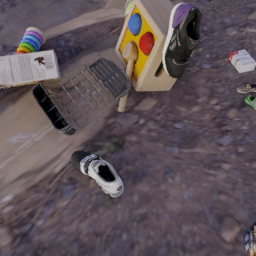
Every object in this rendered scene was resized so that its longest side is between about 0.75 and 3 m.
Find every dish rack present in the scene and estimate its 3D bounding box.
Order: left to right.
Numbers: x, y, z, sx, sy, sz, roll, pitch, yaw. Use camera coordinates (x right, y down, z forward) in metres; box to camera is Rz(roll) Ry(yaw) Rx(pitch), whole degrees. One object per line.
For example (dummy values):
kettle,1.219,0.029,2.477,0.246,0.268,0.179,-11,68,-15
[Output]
dish rack,-1.381,-1.188,8.775,2.757,0.752,2.115,-37,60,-6

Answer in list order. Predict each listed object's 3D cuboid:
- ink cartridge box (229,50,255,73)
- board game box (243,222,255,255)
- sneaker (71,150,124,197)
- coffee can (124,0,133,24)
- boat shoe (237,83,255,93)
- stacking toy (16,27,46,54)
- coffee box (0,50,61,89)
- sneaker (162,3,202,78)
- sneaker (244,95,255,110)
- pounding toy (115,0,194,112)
ink cartridge box,4.226,-2.467,10.346,0.603,0.350,0.836,-13,53,-10
board game box,2.753,2.771,5.881,0.234,0.917,1.353,7,51,4
sneaker,-0.827,1.008,7.361,1.788,0.791,0.663,31,60,24
coffee can,0.594,-4.136,10.936,1.484,1.484,2.027,2,51,2
boat shoe,4.148,-1.384,9.566,0.815,0.243,0.293,-4,52,-3
stacking toy,-3.826,-2.917,10.546,0.794,0.794,1.860,13,60,10
coffee box,-3.458,-1.881,9.165,2.280,0.910,1.289,-10,9,-8
sneaker,1.347,-2.025,6.887,0.699,1.846,0.808,-13,34,-21
sneaker,4.158,-0.786,9.048,0.762,0.325,0.297,31,58,21
pounding toy,0.549,-2.335,9.074,1.929,2.713,2.498,-5,54,-29
